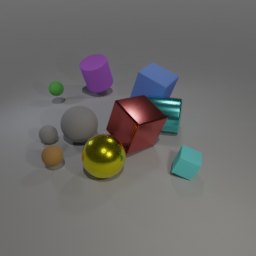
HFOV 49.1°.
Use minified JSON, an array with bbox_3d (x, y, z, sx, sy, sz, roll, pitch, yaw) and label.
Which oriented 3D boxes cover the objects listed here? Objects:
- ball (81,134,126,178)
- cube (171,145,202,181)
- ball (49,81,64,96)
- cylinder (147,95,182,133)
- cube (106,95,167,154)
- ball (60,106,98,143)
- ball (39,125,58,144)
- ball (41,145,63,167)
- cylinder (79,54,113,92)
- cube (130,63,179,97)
[{"bbox_3d":[-0.770,0.888,8.878,1.400,1.400,1.400,0,31,0],"label":"ball"},{"bbox_3d":[1.890,1.110,8.989,0.700,0.700,0.700,24,36,2],"label":"cube"},{"bbox_3d":[-3.409,-1.866,13.304,0.700,0.700,0.700,0,31,0],"label":"ball"},{"bbox_3d":[1.412,-0.558,11.309,1.400,1.400,1.400,7,31,11],"label":"cylinder"},{"bbox_3d":[0.281,-0.155,10.081,1.400,1.400,1.400,-16,51,-37],"label":"cube"},{"bbox_3d":[-1.841,-0.150,10.617,1.400,1.400,1.400,0,31,0],"label":"ball"},{"bbox_3d":[-3.028,0.240,10.641,0.700,0.700,0.700,0,31,0],"label":"ball"},{"bbox_3d":[-2.484,0.916,9.200,0.700,0.700,0.700,0,31,0],"label":"ball"},{"bbox_3d":[-1.571,-2.757,14.109,1.400,1.400,1.400,-8,45,8],"label":"cylinder"},{"bbox_3d":[1.170,-1.822,12.476,1.400,1.400,1.400,32,41,14],"label":"cube"}]
